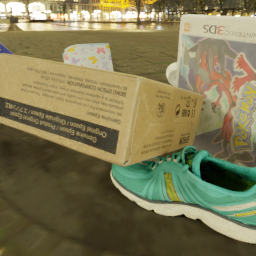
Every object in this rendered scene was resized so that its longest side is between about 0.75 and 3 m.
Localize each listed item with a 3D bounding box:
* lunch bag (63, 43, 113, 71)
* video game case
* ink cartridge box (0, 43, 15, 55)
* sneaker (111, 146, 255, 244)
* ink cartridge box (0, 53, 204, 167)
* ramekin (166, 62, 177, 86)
[{"bbox_3d":[-1.489,-2.274,10.363,1.724,1.096,1.462,-6,67,-13],"label":"lunch bag"},{"bbox_3d":[1.689,-0.598,5.026,0.303,2.634,2.400,-13,26,-27],"label":"video game case"},{"bbox_3d":[-3.863,-1.833,7.853,2.148,2.152,0.437,40,62,-3],"label":"ink cartridge box"},{"bbox_3d":[0.834,0.647,3.922,2.515,1.002,0.975,8,39,33],"label":"sneaker"},{"bbox_3d":[-0.271,-0.349,4.599,2.300,1.049,2.792,14,9,28],"label":"ink cartridge box"},{"bbox_3d":[1.917,-2.037,10.774,0.894,0.894,0.436,2,39,5],"label":"ramekin"}]
